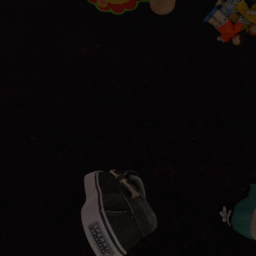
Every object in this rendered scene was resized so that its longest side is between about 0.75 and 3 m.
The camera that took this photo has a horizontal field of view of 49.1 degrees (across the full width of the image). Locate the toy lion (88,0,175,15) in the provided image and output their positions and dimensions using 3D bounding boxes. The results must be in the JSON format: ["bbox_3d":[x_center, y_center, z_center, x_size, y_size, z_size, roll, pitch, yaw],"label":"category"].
[{"bbox_3d":[0.030,-4.134,7.016,2.695,2.811,0.965,9,58,-2],"label":"toy lion"}]

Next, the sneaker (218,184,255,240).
[{"bbox_3d":[2.650,1.331,5.081,2.477,0.990,0.884,-2,96,-37],"label":"sneaker"}]

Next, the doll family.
[{"bbox_3d":[2.724,-2.649,6.014,1.251,2.016,0.908,37,60,-7],"label":"doll family"}]

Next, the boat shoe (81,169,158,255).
[{"bbox_3d":[-0.112,1.086,4.176,0.834,2.620,0.926,-28,96,-5],"label":"boat shoe"}]
